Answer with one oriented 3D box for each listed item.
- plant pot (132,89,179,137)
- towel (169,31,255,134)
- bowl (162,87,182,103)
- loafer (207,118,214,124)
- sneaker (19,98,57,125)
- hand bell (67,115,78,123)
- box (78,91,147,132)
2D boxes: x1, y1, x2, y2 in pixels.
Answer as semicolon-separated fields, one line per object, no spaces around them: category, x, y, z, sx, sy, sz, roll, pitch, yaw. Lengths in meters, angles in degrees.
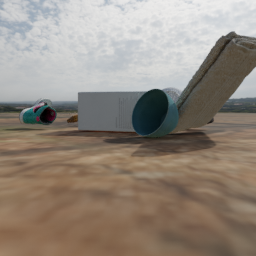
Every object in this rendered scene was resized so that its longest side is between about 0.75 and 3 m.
plant pot;0.589;-0.200;5.199;0.602;0.894;0.894;23;-12;-39
towel;1.673;-0.807;5.586;1.536;2.318;0.400;-9;52;-42
bowl;1.500;-0.900;9.925;1.402;1.402;0.630;1;-15;10
loafer;1.523;-0.300;7.426;1.426;0.506;0.521;-8;5;21
sneaker;-2.259;-0.466;7.676;0.784;0.543;1.298;8;30;17
hand bell;-1.345;-0.409;9.054;1.324;0.689;0.689;-23;15;-28
box;-0.101;-0.397;6.726;1.887;0.920;1.174;2;4;17
